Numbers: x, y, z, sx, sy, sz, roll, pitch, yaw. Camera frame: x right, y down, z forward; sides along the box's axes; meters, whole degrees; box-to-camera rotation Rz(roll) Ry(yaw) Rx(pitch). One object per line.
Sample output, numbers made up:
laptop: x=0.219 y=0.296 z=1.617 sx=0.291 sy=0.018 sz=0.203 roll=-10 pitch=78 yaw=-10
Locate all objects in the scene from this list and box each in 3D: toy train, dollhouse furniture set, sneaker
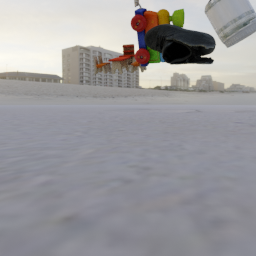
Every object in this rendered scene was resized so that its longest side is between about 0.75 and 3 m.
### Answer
toy train: x=0.985 y=-3.367 z=8.513 sx=1.639 sy=2.833 sz=1.199 roll=1 pitch=29 yaw=17
dollhouse furniture set: x=-0.203 y=-2.647 z=10.624 sx=1.833 sy=0.944 sz=1.813 roll=1 pitch=19 yaw=16
sneaker: x=0.959 y=-1.724 z=5.817 sx=2.093 sy=0.629 sz=1.092 roll=21 pitch=37 yaw=35

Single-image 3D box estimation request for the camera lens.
camera lens: x=2.747 y=-2.953 z=7.420 sx=1.055 sy=1.318 sz=1.055 roll=-30 pitch=0 yaw=0
